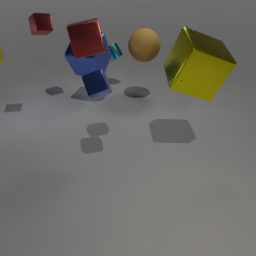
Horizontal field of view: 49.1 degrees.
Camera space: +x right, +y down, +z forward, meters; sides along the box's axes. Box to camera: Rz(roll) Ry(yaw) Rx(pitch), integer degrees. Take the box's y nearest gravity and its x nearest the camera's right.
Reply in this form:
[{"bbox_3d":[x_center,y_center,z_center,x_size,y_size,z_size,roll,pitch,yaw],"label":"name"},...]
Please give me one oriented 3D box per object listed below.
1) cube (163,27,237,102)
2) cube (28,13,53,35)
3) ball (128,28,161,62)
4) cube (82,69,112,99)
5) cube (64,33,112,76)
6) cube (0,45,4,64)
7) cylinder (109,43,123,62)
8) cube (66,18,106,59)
[{"bbox_3d":[2.040,-1.876,8.288,1.400,1.400,1.400,14,40,-16],"label":"cube"},{"bbox_3d":[-3.554,-4.216,11.401,0.700,0.700,0.700,-14,9,-36],"label":"cube"},{"bbox_3d":[0.704,-3.575,12.122,1.400,1.400,1.400,0,30,0],"label":"ball"},{"bbox_3d":[-0.997,-1.412,9.129,0.700,0.700,0.700,-20,-4,6],"label":"cube"},{"bbox_3d":[-1.710,-3.215,12.320,1.400,1.400,1.400,10,66,18],"label":"cube"},{"bbox_3d":[-5.038,-2.785,10.246,0.700,0.700,0.700,-10,50,-6],"label":"cube"},{"bbox_3d":[-0.701,-3.850,14.229,0.700,0.700,0.700,-30,9,6],"label":"cylinder"},{"bbox_3d":[-0.942,-2.040,6.343,0.700,0.700,0.700,-14,25,-2],"label":"cube"}]
